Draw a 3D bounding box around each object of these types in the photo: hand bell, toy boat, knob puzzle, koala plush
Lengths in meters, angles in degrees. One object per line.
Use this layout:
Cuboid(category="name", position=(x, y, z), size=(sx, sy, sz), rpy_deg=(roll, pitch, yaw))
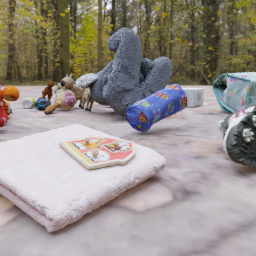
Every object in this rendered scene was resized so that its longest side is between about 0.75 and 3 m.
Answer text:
Cuboid(category="hand bell", position=(-2.736, -0.868, 10.761), size=(0.907, 0.907, 1.742), rpy_deg=(2, 23, 12))
Cuboid(category="toy boat", position=(-3.112, -0.776, 6.716), size=(0.999, 1.529, 0.998), rpy_deg=(-3, 7, -1))
Cuboid(category="knob puzzle", position=(-0.292, 0.229, 3.584), size=(1.006, 0.139, 1.006), rpy_deg=(4, 17, -1))
Cuboid(category="koala plush", position=(-0.406, -1.477, 9.758), size=(2.513, 2.604, 2.834), rpy_deg=(30, -21, -34))

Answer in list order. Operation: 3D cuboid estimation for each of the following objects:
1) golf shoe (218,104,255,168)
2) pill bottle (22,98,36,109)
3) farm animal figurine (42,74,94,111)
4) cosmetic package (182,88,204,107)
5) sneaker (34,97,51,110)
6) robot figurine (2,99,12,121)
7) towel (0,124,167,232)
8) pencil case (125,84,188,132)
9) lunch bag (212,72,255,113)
Cuboid(category="golf shoe", position=(1.941, 0.122, 4.659), size=(0.969, 0.849, 2.201), rpy_deg=(-15, 5, 41))
Cuboid(category="pill bottle", position=(-4.277, -1.092, 12.204), size=(0.450, 0.450, 0.801), rpy_deg=(0, 11, -1))
Cuboid(category="farm animal figurine", position=(-2.245, -1.525, 11.595), size=(2.318, 1.208, 2.292), rpy_deg=(16, 4, 6))
Cuboid(category="cosmetic package", position=(2.294, -1.493, 13.343), size=(2.314, 0.825, 1.174), rpy_deg=(8, 13, 37))
Cuboid(category="sneaker", position=(-3.683, -1.044, 11.773), size=(0.574, 0.513, 1.401), rpy_deg=(-6, 12, -32))
Cuboid(category="robot figurine", position=(-4.478, -0.591, 8.496), size=(1.951, 0.783, 2.692), rpy_deg=(-4, 11, -30))
Cuboid(category="towel", position=(-0.726, 0.440, 3.527), size=(1.788, 0.302, 1.872), rpy_deg=(17, 22, 35))
Cuboid(category="pencil case", position=(0.752, -0.493, 6.967), size=(0.709, 0.790, 1.818), rpy_deg=(33, 43, 29))
Cuboid(category="lunch bag", position=(4.607, -1.296, 10.334), size=(2.174, 1.556, 2.552), rpy_deg=(-3, 16, -12))
